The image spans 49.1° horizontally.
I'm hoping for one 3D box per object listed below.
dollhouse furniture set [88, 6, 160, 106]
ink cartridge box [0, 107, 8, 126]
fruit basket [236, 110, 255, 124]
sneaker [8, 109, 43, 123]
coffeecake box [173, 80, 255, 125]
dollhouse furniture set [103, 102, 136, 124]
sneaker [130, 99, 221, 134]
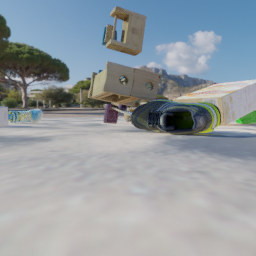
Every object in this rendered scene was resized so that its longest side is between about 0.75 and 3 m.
[{"bbox_3d":[-0.038,-1.543,6.560,1.268,1.810,1.276,10,-4,-22],"label":"dollhouse furniture set"},{"bbox_3d":[-5.028,-0.383,9.163,1.893,0.642,1.098,-2,3,-33],"label":"ink cartridge box"},{"bbox_3d":[5.411,-0.623,12.095,1.472,1.061,1.472,-18,0,0],"label":"fruit basket"},{"bbox_3d":[-4.573,-0.495,12.219,1.618,0.644,1.057,-9,-5,32],"label":"sneaker"},{"bbox_3d":[3.573,-1.017,10.842,2.867,1.048,2.201,-21,15,-35],"label":"coffeecake box"},{"bbox_3d":[0.491,-0.844,11.958,2.337,1.852,1.659,2,16,-45],"label":"dollhouse furniture set"},{"bbox_3d":[0.755,-0.219,5.459,1.916,0.708,0.775,-1,6,41],"label":"sneaker"}]
